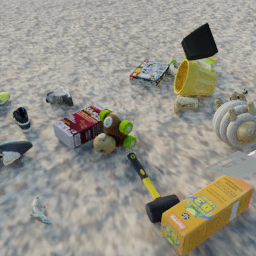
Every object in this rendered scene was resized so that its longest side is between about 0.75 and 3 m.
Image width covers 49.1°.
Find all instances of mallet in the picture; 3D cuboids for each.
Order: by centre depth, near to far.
[{"bbox_3d":[0.447,1.631,8.195,0.911,0.569,2.767,-20,36,-19],"label":"mallet"}]

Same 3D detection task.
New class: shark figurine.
[{"bbox_3d":[-2.474,2.206,7.487,0.588,0.410,0.983,15,30,-42],"label":"shark figurine"}]

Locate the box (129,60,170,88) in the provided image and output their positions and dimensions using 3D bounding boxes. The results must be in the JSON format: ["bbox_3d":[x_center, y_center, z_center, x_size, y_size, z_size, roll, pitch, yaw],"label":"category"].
[{"bbox_3d":[1.123,-2.771,14.134,1.431,0.417,2.091,14,39,18],"label":"box"}]

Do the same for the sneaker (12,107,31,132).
[{"bbox_3d":[-4.119,-0.545,10.781,0.533,0.816,1.458,-21,42,-28],"label":"sneaker"}]

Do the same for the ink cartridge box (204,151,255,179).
[{"bbox_3d":[2.422,0.744,6.185,1.236,1.002,0.310,20,51,-27],"label":"ink cartridge box"}]

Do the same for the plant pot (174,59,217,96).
[{"bbox_3d":[3.026,-2.115,12.424,1.496,1.590,1.590,11,35,-10],"label":"plant pot"}]

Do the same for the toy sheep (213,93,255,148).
[{"bbox_3d":[3.714,-0.208,9.609,1.742,1.742,2.527,-1,21,-1],"label":"toy sheep"}]

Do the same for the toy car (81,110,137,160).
[{"bbox_3d":[-0.767,0.361,9.359,1.616,1.275,1.328,-38,44,-25],"label":"toy car"}]

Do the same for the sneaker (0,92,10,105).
[{"bbox_3d":[-5.871,-1.265,11.912,1.677,0.641,0.632,-24,41,-30],"label":"sneaker"}]

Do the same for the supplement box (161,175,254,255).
[{"bbox_3d":[2.054,2.114,7.172,2.516,0.866,0.837,-25,41,-26],"label":"supplement box"}]

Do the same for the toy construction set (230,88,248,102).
[{"bbox_3d":[4.745,-1.394,12.050,0.887,0.682,0.740,-28,45,-32],"label":"toy construction set"}]

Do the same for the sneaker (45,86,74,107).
[{"bbox_3d":[-2.968,-1.197,11.929,0.985,0.640,1.706,-21,31,-19],"label":"sneaker"}]

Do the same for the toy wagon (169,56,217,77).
[{"bbox_3d":[3.496,-3.127,14.539,2.660,0.526,2.064,-18,40,-24],"label":"toy wagon"}]

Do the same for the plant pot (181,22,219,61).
[{"bbox_3d":[2.611,-3.112,10.514,1.001,1.129,1.126,-20,4,5],"label":"plant pot"}]

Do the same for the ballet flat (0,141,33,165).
[{"bbox_3d":[-4.170,0.880,9.050,2.113,0.772,0.772,-4,36,-15],"label":"ballet flat"}]

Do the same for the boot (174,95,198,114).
[{"bbox_3d":[2.424,-0.950,11.669,0.952,0.446,1.224,10,34,13],"label":"boot"}]

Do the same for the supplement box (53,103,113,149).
[{"bbox_3d":[-1.565,-0.124,10.371,2.066,0.629,1.125,-30,46,-35],"label":"supplement box"}]
